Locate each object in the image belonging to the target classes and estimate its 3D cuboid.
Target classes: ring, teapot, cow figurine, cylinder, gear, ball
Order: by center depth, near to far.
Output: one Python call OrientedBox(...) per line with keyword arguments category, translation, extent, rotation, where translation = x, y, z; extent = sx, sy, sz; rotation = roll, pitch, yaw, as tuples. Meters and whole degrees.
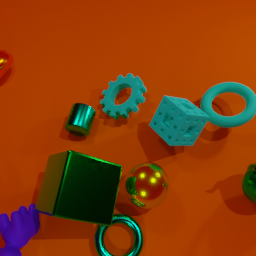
OrientedBox(category="cow figurine", translation=(-2.478, 2.532, 6.349), extent=(0.746, 1.359, 1.337), rotation=(-16, 85, 20))
OrientedBox(category="ring", translation=(-0.208, 2.662, 6.695), extent=(1.196, 0.239, 1.196), rotation=(3, 66, -8))
OrientedBox(category="teapot", translation=(3.365, 1.349, 6.726), extent=(1.858, 0.910, 1.155), rotation=(43, 91, -19))
OrientedBox(category="ball", translation=(0.466, 1.402, 6.902), extent=(1.137, 1.137, 1.137), rotation=(0, 64, 0))
OrientedBox(category="ring", translation=(2.805, -0.669, 7.830), extent=(1.521, 0.304, 1.521), rotation=(-9, 55, 13))
OrientedBox(category="cylinder", translation=(-1.339, -0.226, 7.899), extent=(0.719, 0.719, 0.719), rotation=(11, 65, 5))
OrientedBox(category="gear", translation=(-0.150, -0.925, 8.138), extent=(1.392, 0.257, 1.392), rotation=(-15, 58, 25))
OrientedBox(category="teapot", translation=(-4.038, -1.957, 8.518), extent=(0.776, 0.985, 1.584), rotation=(39, 34, -22))

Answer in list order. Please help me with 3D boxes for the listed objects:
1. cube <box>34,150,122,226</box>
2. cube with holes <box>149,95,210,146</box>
OrientedBox(category="cube", translation=(-1.137, 1.378, 6.410), extent=(1.355, 1.355, 1.355), rotation=(21, 70, -29))
OrientedBox(category="cube with holes", translation=(1.341, -0.179, 7.399), extent=(0.934, 0.934, 0.934), rotation=(3, 32, -40))
